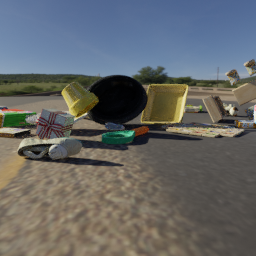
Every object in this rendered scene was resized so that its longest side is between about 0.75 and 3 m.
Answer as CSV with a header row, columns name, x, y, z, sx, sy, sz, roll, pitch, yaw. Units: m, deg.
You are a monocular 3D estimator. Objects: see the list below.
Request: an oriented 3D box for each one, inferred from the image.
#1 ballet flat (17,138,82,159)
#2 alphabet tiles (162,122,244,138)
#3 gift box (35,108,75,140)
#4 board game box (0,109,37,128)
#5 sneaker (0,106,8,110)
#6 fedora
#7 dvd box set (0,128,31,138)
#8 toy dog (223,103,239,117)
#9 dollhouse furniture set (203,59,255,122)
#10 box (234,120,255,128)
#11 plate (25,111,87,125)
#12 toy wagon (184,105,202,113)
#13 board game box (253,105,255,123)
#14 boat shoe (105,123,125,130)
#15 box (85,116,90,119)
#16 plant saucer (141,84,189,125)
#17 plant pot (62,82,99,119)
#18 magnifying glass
name,x,y,z,sx,sy,sz,roll,pitch,yaw
ballet flat,-1.865,0.547,6.633,1.629,0.549,0.508,-1,36,17
alphabet tiles,2.825,0.027,10.733,2.780,0.088,2.313,8,13,36
gift box,-2.249,-0.026,8.733,0.936,1.014,0.947,15,7,9
board game box,-5.692,-0.477,12.860,2.046,0.539,2.673,-7,11,-41
sneaker,-7.327,-0.822,15.357,1.525,0.572,0.644,-16,38,-26
fedora,-0.561,-1.010,12.490,2.875,2.875,1.313,0,-31,-1
dvd box set,-4.195,0.159,9.835,1.209,0.178,0.884,3,9,18
toy dog,5.841,-1.011,16.052,0.977,0.703,1.007,-20,20,-39
dollhouse furniture set,5.270,-1.476,13.314,2.836,2.605,1.845,-27,-6,27
box,5.208,-0.157,11.754,1.254,0.260,0.746,3,9,6
plate,-2.722,-0.340,10.897,1.790,0.290,1.794,7,17,14
toy wagon,4.230,-1.324,19.085,1.554,0.396,2.003,2,8,12
board game box,6.119,-0.282,10.164,2.481,0.693,2.429,3,14,13
boat shoe,-0.522,-0.020,10.927,0.815,0.294,0.253,10,-10,25
box,-2.348,-0.848,14.763,0.481,0.588,1.238,21,-4,-35
plant saucer,1.738,-1.019,12.901,1.980,1.981,0.480,6,-17,28
plant pot,-1.920,-1.136,10.808,1.167,1.098,1.167,-39,-3,-2
magnifying glass,0.014,0.203,9.320,0.947,0.266,2.379,5,9,31
